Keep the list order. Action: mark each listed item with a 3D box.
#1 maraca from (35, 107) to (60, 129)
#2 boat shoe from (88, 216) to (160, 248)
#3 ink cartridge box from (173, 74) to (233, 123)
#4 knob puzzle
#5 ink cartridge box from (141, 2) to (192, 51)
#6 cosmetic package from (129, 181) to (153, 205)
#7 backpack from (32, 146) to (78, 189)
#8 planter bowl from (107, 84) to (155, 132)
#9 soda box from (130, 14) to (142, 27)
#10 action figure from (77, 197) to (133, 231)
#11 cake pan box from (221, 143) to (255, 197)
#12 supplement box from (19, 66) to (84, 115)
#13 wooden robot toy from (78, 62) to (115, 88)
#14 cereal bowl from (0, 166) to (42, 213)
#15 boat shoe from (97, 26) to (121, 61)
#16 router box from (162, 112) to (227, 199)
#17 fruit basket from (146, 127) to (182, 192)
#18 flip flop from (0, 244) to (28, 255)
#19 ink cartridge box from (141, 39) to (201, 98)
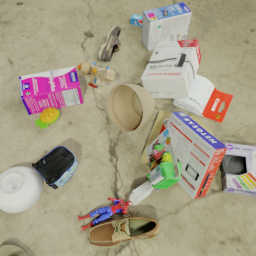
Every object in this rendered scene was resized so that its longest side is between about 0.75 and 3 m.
[{"bbox_3d":[-3.258,-0.408,11.332,0.758,0.592,1.106,27,61,24],"label":"maraca"},{"bbox_3d":[-0.113,3.153,8.780,2.273,0.839,0.860,-8,56,-5],"label":"boat shoe"},{"bbox_3d":[3.269,-1.340,12.000,2.194,0.519,1.756,23,59,17],"label":"ink cartridge box"},{"bbox_3d":[2.132,0.714,10.626,2.981,0.413,2.981,-1,60,1],"label":"knob puzzle"},{"bbox_3d":[2.016,-4.964,13.685,2.564,1.750,0.979,-16,58,-10],"label":"ink cartridge box"},{"bbox_3d":[0.452,2.196,9.483,0.339,0.472,0.836,40,42,23],"label":"cosmetic package"},{"bbox_3d":[-2.441,1.357,9.891,1.304,0.958,1.193,-44,65,-14],"label":"backpack"},{"bbox_3d":[0.266,-0.896,11.080,1.884,1.884,1.268,42,39,24],"label":"planter bowl"},{"bbox_3d":[0.764,-5.673,14.986,1.242,0.398,0.421,22,59,15],"label":"soda box"},{"bbox_3d":[-0.678,2.666,9.104,1.895,0.938,0.618,-18,58,-15],"label":"action figure"},{"bbox_3d":[4.367,1.507,10.098,2.003,0.524,1.844,8,54,6],"label":"cake pan box"},{"bbox_3d":[-3.173,-1.565,11.729,2.365,1.222,1.197,-13,60,-10],"label":"supplement box"},{"bbox_3d":[-1.453,-2.080,10.679,0.991,0.962,2.184,11,12,-37],"label":"wooden robot toy"},{"bbox_3d":[-3.862,2.016,9.648,1.659,0.691,1.659,0,55,0],"label":"cereal bowl"},{"bbox_3d":[-0.768,-4.053,13.751,0.809,0.822,2.206,23,67,4],"label":"boat shoe"},{"bbox_3d":[1.904,0.815,8.897,0.517,1.900,2.117,-6,36,-30],"label":"router box"},{"bbox_3d":[1.019,1.042,8.914,0.770,1.521,1.642,0,60,-29],"label":"fruit basket"},{"bbox_3d":[-3.197,4.217,8.225,0.813,0.577,2.004,-38,64,-23],"label":"flip flop"},{"bbox_3d":[1.909,-2.575,12.121,1.894,1.099,2.624,4,52,28],"label":"ink cartridge box"}]
